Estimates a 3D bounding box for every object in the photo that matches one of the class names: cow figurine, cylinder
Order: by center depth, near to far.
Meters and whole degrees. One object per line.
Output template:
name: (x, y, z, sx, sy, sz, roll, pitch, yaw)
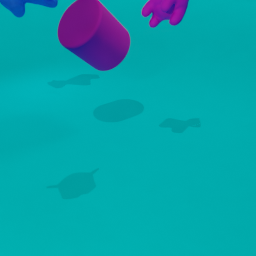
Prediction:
cow figurine: (0.865, -2.310, 4.907, 1.092, 0.599, 1.074, 13, 67, 48)
cylinder: (-0.766, -2.135, 6.513, 1.237, 1.237, 1.237, 23, -2, 34)
cow figurine: (-2.847, -4.019, 8.022, 1.684, 1.712, 0.940, 12, -4, -1)
